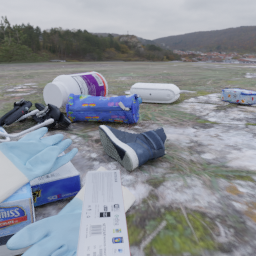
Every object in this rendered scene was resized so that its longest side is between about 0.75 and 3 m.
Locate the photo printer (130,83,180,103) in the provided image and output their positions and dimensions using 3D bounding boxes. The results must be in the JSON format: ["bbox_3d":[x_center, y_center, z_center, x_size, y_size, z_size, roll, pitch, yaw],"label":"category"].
[{"bbox_3d":[1.498,-1.882,14.927,2.480,0.861,2.063,4,16,10],"label":"photo printer"}]

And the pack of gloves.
[{"bbox_3d":[-1.296,1.076,4.481,2.292,0.538,2.728,41,23,9],"label":"pack of gloves"}]

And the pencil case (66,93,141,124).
[{"bbox_3d":[-0.949,-0.753,10.680,2.875,1.122,1.249,2,3,9],"label":"pencil case"}]

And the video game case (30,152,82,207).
[{"bbox_3d":[-2.304,1.015,5.816,2.198,0.499,1.992,-10,20,-24],"label":"video game case"}]

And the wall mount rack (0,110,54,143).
[{"bbox_3d":[-4.088,-0.286,9.414,2.506,1.075,2.884,17,5,-37],"label":"wall mount rack"}]

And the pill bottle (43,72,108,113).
[{"bbox_3d":[-2.338,-1.637,12.749,1.660,1.660,2.952,10,19,30],"label":"pill bottle"}]

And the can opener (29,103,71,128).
[{"bbox_3d":[-3.220,-0.470,10.693,2.777,1.092,0.880,16,62,50],"label":"can opener"}]

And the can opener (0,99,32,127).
[{"bbox_3d":[-4.133,-0.539,10.457,0.666,0.826,2.101,-18,18,9],"label":"can opener"}]

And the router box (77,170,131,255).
[{"bbox_3d":[-0.217,1.443,2.791,0.405,1.487,1.657,-2,18,-5],"label":"router box"}]

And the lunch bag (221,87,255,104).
[{"bbox_3d":[5.881,-1.688,14.652,1.473,0.694,1.838,-7,19,-27],"label":"lunch bag"}]

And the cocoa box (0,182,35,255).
[{"bbox_3d":[-2.124,1.328,4.151,1.393,0.914,0.929,-7,18,-21],"label":"cocoa box"}]

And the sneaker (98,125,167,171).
[{"bbox_3d":[0.164,0.323,7.535,1.447,0.761,2.003,-21,34,-25],"label":"sneaker"}]

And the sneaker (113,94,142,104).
[{"bbox_3d":[-0.065,-1.160,13.375,1.558,0.611,0.701,-7,37,-10],"label":"sneaker"}]
